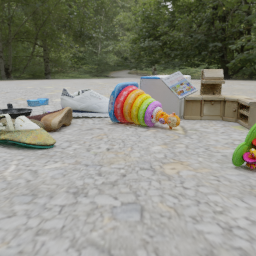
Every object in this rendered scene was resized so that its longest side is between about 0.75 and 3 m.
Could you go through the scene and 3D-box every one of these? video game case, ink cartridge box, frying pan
[{"bbox_3d":[1.621,-1.356,8.856,0.702,0.088,0.981,-26,58,-17],"label":"video game case"},{"bbox_3d":[1.732,-1.488,12.632,1.747,1.717,2.374,5,14,23],"label":"ink cartridge box"},{"bbox_3d":[-5.267,-0.697,12.088,2.824,0.460,1.708,9,14,42],"label":"frying pan"}]

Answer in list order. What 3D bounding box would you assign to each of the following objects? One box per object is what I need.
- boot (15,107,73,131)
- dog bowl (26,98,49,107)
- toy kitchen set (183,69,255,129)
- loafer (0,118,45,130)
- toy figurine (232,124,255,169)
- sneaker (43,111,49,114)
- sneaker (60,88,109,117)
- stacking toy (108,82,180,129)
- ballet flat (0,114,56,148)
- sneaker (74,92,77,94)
[{"bbox_3d":[-2.948,-0.377,10.034,1.591,0.692,1.913,3,15,8],"label":"boot"},{"bbox_3d":[-5.034,-1.441,15.693,0.756,0.336,1.356,8,15,32],"label":"dog bowl"},{"bbox_3d":[3.487,-1.179,10.596,2.465,2.011,2.224,1,13,4],"label":"toy kitchen set"},{"bbox_3d":[-3.311,0.027,8.745,1.371,0.521,0.462,3,36,-10],"label":"loafer"},{"bbox_3d":[3.081,0.575,5.708,1.374,1.031,1.264,-29,33,-21],"label":"toy figurine"},{"bbox_3d":[-3.137,-0.529,11.738,0.889,0.309,0.442,11,11,23],"label":"sneaker"},{"bbox_3d":[-1.435,-1.094,12.147,2.926,1.178,1.118,0,8,-26],"label":"sneaker"},{"bbox_3d":[0.705,-0.597,10.232,2.694,1.563,1.478,25,26,32],"label":"stacking toy"},{"bbox_3d":[-3.185,0.043,7.781,2.533,0.895,0.895,4,13,17],"label":"ballet flat"},{"bbox_3d":[-2.516,-1.298,14.432,0.784,0.808,2.214,15,15,-10],"label":"sneaker"}]
